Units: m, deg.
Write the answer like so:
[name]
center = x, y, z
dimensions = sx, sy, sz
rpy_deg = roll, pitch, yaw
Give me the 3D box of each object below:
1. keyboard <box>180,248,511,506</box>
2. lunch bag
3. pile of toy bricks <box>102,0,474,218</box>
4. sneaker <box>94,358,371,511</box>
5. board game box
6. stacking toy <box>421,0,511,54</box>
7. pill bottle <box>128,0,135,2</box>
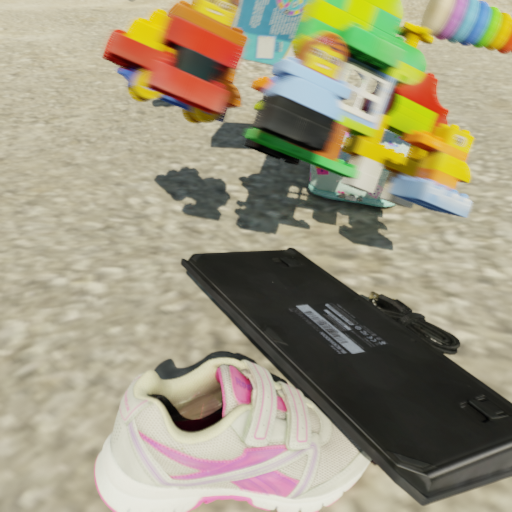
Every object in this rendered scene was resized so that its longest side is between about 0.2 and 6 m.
[keyboard]
center = 1.069, 0.948, 6.325
dimensions = 2.529, 0.540, 4.212
rpy_deg = -3, 27, -33
[lunch bag]
center = 2.071, -1.718, 10.491
dimensions = 1.856, 0.892, 2.315
rpy_deg = 14, 35, 16
[pile of toy bricks]
center = 0.832, -2.080, 6.002
dimensions = 4.415, 2.179, 2.449
rpy_deg = 17, 6, -23
[sneaker]
center = -0.038, 1.542, 4.967
dimensions = 2.635, 1.162, 1.072
rpy_deg = 1, 30, -21
[board game box]
center = 0.536, -3.443, 7.840
dimensions = 2.191, 1.654, 0.514
rpy_deg = 7, 58, -13
[stacking toy]
center = 2.787, -2.716, 6.735
dimensions = 1.489, 0.636, 0.636
rpy_deg = 18, 32, -6
[pill bottle]
center = -1.887, -4.893, 9.811
dimensions = 1.010, 0.585, 0.585
rpy_deg = -16, 28, 20
